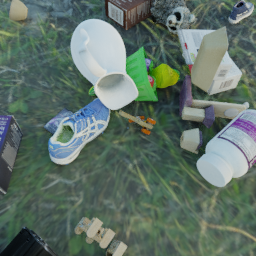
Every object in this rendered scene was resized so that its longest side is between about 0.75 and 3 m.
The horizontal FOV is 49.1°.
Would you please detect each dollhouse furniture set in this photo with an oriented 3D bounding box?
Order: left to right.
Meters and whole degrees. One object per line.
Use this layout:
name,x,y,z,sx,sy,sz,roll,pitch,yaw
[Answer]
dollhouse furniture set,-0.703,2.652,6.361,1.119,1.028,0.728,43,61,-9
dollhouse furniture set,2.727,-0.901,7.556,2.047,2.884,2.285,7,55,0

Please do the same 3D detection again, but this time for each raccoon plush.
raccoon plush,2.195,-4.664,10.929,1.815,1.310,2.709,39,65,13

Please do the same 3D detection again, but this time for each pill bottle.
pill bottle,2.891,0.552,7.538,2.171,1.219,1.219,-38,65,-21

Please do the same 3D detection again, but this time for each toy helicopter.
toy helicopter,0.231,-0.266,8.324,1.129,0.746,0.445,24,100,-17

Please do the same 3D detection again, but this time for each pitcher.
pitcher,-0.913,-2.182,8.283,1.652,2.338,2.725,-28,58,10

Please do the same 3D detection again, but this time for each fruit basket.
fruit basket,0.826,-1.729,9.067,1.738,1.254,1.738,-11,57,17

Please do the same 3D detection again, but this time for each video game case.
video game case,-2.036,-0.155,8.666,0.670,0.089,0.939,33,64,19

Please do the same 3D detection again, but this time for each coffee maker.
coffee maker,-2.384,3.065,5.541,1.338,1.908,1.986,22,56,33

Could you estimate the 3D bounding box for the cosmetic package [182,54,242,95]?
cosmetic package,2.803,-2.198,9.574,1.049,0.737,2.069,-16,59,-10

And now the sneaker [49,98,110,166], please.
sneaker,-1.327,-0.044,8.076,0.935,0.951,2.469,26,61,17

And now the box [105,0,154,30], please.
box,0.454,-5.173,11.367,2.589,0.970,1.297,-38,65,-23

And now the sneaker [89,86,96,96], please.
sneaker,-0.797,-1.202,9.168,0.975,0.361,0.408,-9,54,-6

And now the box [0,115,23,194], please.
box,-3.893,0.690,7.566,1.447,1.020,1.955,1,57,0

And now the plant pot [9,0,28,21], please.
plant pot,-4.333,-4.657,11.178,0.562,0.838,0.838,14,56,-15

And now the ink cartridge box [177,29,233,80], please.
ink cartridge box,2.258,-2.302,8.727,1.412,0.674,1.608,0,56,-7

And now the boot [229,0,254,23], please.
boot,4.682,-4.863,11.313,0.546,0.678,1.502,37,65,21
